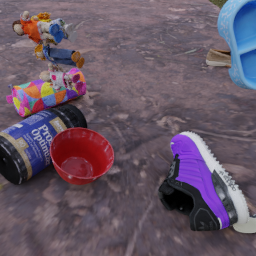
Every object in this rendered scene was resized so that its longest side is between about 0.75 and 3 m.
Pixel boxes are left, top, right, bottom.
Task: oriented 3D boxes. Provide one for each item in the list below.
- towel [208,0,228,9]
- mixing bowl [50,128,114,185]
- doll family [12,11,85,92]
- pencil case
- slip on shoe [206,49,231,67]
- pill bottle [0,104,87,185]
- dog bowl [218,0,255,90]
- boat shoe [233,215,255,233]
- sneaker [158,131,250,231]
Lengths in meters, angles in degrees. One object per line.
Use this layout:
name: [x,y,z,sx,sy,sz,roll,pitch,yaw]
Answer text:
towel: [3.275,-4.157,8.154,1.782,0.438,2.402,23,-9,-21]
mixing bowl: [-1.127,0.782,6.552,1.453,0.787,1.453,13,43,-12]
doll family: [-1.732,-1.854,6.465,1.336,2.153,0.970,16,56,23]
pencil case: [-2.690,-1.251,9.548,2.571,1.136,1.136,-23,40,-33]
slip on shoe: [4.795,-3.233,12.811,2.319,0.702,0.882,6,34,9]
pill bottle: [-2.145,0.277,7.030,1.278,1.278,2.285,22,40,29]
dog bowl: [3.122,-2.047,6.873,1.385,2.486,0.616,-19,22,9]
boat shoe: [2.501,1.893,5.577,0.851,0.288,0.306,-12,76,0]
sneaker: [1.242,1.076,6.142,1.402,0.980,2.819,-19,31,-5]
